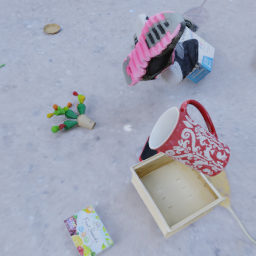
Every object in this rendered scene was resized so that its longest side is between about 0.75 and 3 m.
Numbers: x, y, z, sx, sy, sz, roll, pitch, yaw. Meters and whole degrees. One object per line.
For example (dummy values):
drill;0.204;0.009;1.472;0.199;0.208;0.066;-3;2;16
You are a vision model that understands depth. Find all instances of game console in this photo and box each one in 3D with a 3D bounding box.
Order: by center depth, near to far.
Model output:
game console;1.070;0.865;9.892;1.109;0.195;1.254;21;55;9

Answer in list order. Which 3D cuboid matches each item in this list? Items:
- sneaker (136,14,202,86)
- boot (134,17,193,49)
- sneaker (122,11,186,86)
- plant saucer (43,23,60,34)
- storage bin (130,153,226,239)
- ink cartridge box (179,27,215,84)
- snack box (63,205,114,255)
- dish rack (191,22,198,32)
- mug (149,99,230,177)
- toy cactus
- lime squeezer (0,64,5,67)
sneaker;1.501;-2.996;10.079;1.600;1.061;2.812;-31;89;-18
boot;1.575;-3.790;12.754;2.855;1.031;2.157;-11;51;20
sneaker;0.979;-2.349;8.615;1.429;2.996;1.184;-3;69;-28
plant saucer;-3.981;-5.162;14.656;0.902;0.160;0.902;0;52;0
storage bin;1.472;1.813;8.510;2.107;0.994;2.122;-24;59;-18
ink cartridge box;2.226;-3.440;11.931;2.899;0.984;1.669;31;52;-15
snack box;-1.137;3.023;8.042;0.944;0.352;1.328;-27;56;-20
dish rack;2.622;-5.170;14.423;1.570;0.558;2.046;33;58;22
mug;1.568;0.249;6.518;1.647;1.462;1.099;31;13;-15
toy cactus;-1.993;-0.521;10.591;1.676;1.039;2.031;26;47;8
lime squeezer;-6.250;-2.648;12.673;1.355;0.256;0.478;-14;22;-10
